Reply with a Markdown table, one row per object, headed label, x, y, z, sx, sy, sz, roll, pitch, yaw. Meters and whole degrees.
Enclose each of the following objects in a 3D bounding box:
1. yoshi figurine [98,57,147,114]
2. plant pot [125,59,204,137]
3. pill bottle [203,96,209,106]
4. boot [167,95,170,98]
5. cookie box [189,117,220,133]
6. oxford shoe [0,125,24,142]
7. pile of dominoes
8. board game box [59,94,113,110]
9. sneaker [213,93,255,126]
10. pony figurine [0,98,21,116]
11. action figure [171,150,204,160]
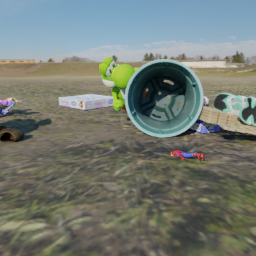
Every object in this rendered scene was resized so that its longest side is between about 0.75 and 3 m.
| label | x | y | z | sx | sy | sz | roll | pitch | yaw |
| --- | --- | --- | --- | --- | --- | --- | --- | --- | --- |
| yoshi figurine | -0.067 | -1.587 | 10.874 | 1.607 | 1.613 | 2.870 | -15 | -29 | 17 |
| plant pot | 1.304 | -1.081 | 10.365 | 2.557 | 2.557 | 2.504 | 2 | 6 | 7 |
| pill bottle | 3.800 | -1.402 | 15.134 | 1.174 | 0.659 | 0.659 | -10 | 17 | -36 |
| boot | 2.704 | -2.051 | 18.380 | 1.282 | 0.424 | 1.123 | 6 | 15 | 28 |
| cookie box | 2.690 | -0.127 | 10.315 | 0.889 | 0.391 | 1.040 | -5 | 15 | -28 |
| oxford shoe | -3.998 | 0.199 | 8.845 | 1.259 | 0.458 | 0.531 | 3 | 15 | 12 |
| pile of dominoes | 3.913 | -0.226 | 9.382 | 2.984 | 0.475 | 2.326 | 8 | 11 | -16 |
| board game box | -2.252 | -1.511 | 15.904 | 2.393 | 0.492 | 2.387 | 13 | 18 | 43 |
| sneaker | 4.677 | -0.580 | 10.543 | 1.781 | 0.989 | 2.545 | 17 | 13 | -34 |
| pony figurine | -6.091 | -1.107 | 12.602 | 1.969 | 1.699 | 2.040 | 0 | -5 | -42 |
| action figure | 1.483 | 0.708 | 7.218 | 0.917 | 0.237 | 0.300 | 7 | 9 | 45 |
